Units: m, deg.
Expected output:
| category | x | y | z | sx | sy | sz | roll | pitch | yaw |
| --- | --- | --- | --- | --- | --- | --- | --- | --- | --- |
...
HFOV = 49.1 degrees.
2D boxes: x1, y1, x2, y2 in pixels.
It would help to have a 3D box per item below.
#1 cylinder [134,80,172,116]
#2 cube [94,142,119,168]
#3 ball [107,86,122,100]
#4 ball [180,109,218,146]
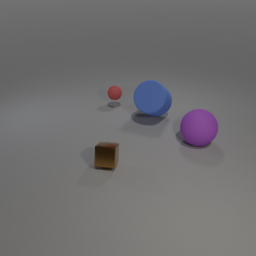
| category | x | y | z | sx | sy | sz | roll | pitch | yaw |
| --- | --- | --- | --- | --- | --- | --- | --- | --- | --- |
| cylinder | 1.101 | -1.262 | 12.140 | 1.400 | 1.400 | 1.400 | 11 | 1 | 19 |
| cube | -0.710 | 0.897 | 9.473 | 0.700 | 0.700 | 0.700 | 4 | 11 | 8 |
| ball | -0.635 | -1.683 | 13.454 | 0.700 | 0.700 | 0.700 | 0 | 29 | 0 |
| ball | 2.684 | -0.023 | 10.599 | 1.400 | 1.400 | 1.400 | 0 | 29 | 0 |
